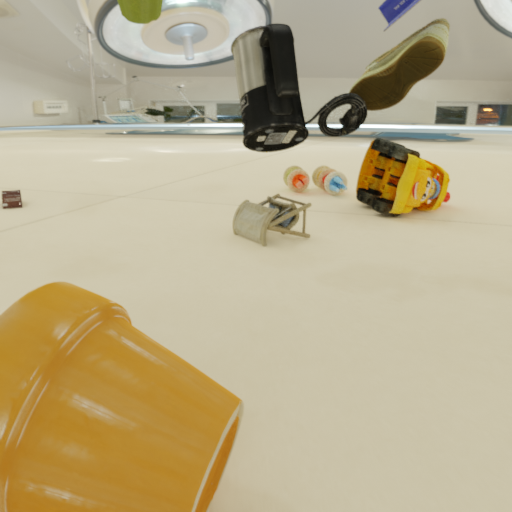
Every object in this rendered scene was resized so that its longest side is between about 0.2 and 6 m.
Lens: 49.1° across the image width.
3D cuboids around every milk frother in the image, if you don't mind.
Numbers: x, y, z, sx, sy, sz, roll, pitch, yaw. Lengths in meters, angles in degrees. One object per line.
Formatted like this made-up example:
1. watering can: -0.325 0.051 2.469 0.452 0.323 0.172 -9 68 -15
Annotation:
1. milk frother: 0.557 -2.256 7.473 1.510 1.420 1.362 -1 -13 -31

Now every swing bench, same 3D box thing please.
1. swing bench: 0.255 -0.641 9.756 1.022 0.663 1.017 -11 20 -31

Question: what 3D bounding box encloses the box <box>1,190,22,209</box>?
1. box: -5.474 -1.268 12.543 0.408 0.306 0.816 -7 19 -23

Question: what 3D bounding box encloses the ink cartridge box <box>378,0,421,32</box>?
1. ink cartridge box: 1.972 -3.129 6.085 1.346 0.320 1.362 -34 10 39

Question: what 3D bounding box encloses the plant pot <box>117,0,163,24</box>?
1. plant pot: -1.772 -4.104 8.457 1.032 0.980 1.032 4 55 -5

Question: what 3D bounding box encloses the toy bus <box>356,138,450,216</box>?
1. toy bus: 3.360 -1.524 11.933 2.011 1.422 2.095 13 16 -14

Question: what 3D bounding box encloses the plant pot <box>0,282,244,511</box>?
1. plant pot: -0.809 1.009 3.207 1.276 1.394 1.394 19 20 9

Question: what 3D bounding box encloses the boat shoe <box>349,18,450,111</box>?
1. boat shoe: 1.761 -2.340 6.988 0.575 0.496 1.577 31 -25 -14

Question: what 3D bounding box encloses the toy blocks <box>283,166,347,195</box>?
1. toy blocks: 1.500 -1.849 13.962 1.400 0.610 1.679 -2 17 -9
